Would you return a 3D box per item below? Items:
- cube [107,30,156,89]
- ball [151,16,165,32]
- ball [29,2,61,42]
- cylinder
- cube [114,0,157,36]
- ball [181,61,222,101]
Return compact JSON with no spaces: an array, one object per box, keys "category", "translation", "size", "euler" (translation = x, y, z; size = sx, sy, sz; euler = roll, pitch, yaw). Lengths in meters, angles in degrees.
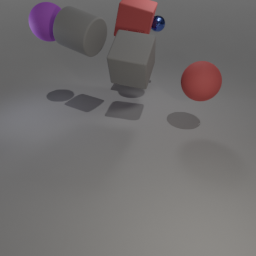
[{"category":"cube","translation":[0.161,-2.464,10.157],"size":[1.400,1.400,1.400],"euler":[13,63,10]},{"category":"ball","translation":[1.345,-4.748,12.755],"size":[0.700,0.700,0.700],"euler":[0,30,0]},{"category":"ball","translation":[-3.008,-3.995,10.570],"size":[1.400,1.400,1.400],"euler":[0,30,0]},{"category":"cylinder","translation":[-1.688,-3.438,10.010],"size":[1.400,1.400,1.400],"euler":[27,38,19]},{"category":"cube","translation":[0.325,-4.629,11.899],"size":[1.400,1.400,1.400],"euler":[17,41,2]},{"category":"ball","translation":[2.568,-1.637,9.848],"size":[1.400,1.400,1.400],"euler":[0,30,0]}]
